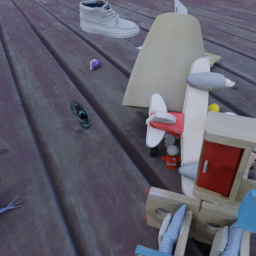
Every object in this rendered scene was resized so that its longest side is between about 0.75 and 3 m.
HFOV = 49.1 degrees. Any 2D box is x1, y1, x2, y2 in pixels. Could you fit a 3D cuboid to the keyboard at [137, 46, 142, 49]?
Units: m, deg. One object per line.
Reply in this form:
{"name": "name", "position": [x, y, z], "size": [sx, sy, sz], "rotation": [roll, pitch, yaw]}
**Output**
{"name": "keyboard", "position": [0.933, -4.472, 15.480], "size": [0.883, 0.047, 0.248], "rotation": [-19, 44, -25]}

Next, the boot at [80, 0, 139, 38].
{"name": "boot", "position": [-0.666, -3.854, 9.820], "size": [2.175, 1.039, 0.800], "rotation": [8, 51, 5]}

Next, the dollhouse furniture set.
{"name": "dollhouse furniture set", "position": [1.017, 1.537, 4.301], "size": [2.096, 2.991, 2.108], "rotation": [12, 37, 16]}

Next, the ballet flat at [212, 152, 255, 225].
{"name": "ballet flat", "position": [2.651, 1.320, 6.522], "size": [0.888, 0.899, 2.641], "rotation": [24, 42, 17]}

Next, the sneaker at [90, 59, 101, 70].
{"name": "sneaker", "position": [-1.517, -2.963, 13.047], "size": [0.392, 0.379, 0.939], "rotation": [13, 36, 8]}

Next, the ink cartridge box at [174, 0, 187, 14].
{"name": "ink cartridge box", "position": [1.981, -4.323, 10.851], "size": [0.283, 0.960, 1.199], "rotation": [-5, -4, 35]}

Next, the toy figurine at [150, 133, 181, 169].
{"name": "toy figurine", "position": [1.198, 0.478, 7.771], "size": [1.076, 0.761, 1.093], "rotation": [-25, 42, -31]}

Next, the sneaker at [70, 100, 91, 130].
{"name": "sneaker", "position": [-1.154, -0.391, 6.855], "size": [0.342, 0.360, 0.907], "rotation": [-25, 61, -21]}

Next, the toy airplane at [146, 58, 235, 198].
{"name": "toy airplane", "position": [1.781, -0.063, 6.846], "size": [2.699, 2.711, 1.913], "rotation": [-38, 14, -28]}

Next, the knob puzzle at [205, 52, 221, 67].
{"name": "knob puzzle", "position": [2.961, -3.180, 13.347], "size": [2.558, 0.355, 2.558], "rotation": [0, 35, 0]}

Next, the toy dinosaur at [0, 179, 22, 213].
{"name": "toy dinosaur", "position": [-3.177, 1.659, 6.081], "size": [1.528, 0.802, 1.386], "rotation": [-14, 34, -15]}

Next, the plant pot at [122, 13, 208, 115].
{"name": "plant pot", "position": [1.310, -1.866, 8.494], "size": [2.612, 2.789, 2.612], "rotation": [9, 3, 0]}
